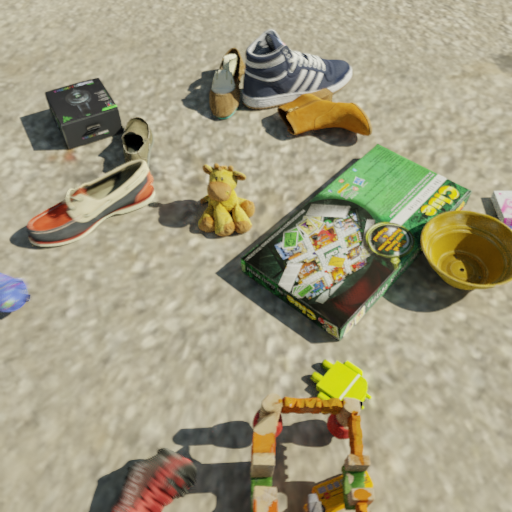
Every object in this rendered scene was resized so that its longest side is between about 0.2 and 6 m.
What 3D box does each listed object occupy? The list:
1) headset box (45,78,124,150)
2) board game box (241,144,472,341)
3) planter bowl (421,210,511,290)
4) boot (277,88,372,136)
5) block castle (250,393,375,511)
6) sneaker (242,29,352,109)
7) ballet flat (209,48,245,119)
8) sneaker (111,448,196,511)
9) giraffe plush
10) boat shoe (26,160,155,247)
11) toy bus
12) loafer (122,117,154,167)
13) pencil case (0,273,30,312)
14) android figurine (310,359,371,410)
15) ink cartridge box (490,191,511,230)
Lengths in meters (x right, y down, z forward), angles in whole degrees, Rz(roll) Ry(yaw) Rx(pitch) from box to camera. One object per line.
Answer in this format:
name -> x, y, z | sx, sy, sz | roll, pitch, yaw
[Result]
headset box -> -4.336, -3.591, 14.176 | 1.469, 0.783, 1.687 | -22, 53, -17
board game box -> 2.215, -0.546, 11.812 | 2.528, 0.566, 4.824 | 34, 58, 28
planter bowl -> 4.174, 0.071, 11.095 | 1.964, 0.818, 1.964 | 0, 49, 0
boot -> 1.667, -3.373, 14.103 | 1.602, 0.788, 2.238 | -30, 52, -16
block castle -> 0.780, 3.376, 8.113 | 1.733, 1.217, 2.594 | 2, 52, -4
sneaker -> 1.140, -5.091, 14.760 | 3.241, 1.758, 1.136 | -19, 49, -15
ballet flat -> -0.777, -4.772, 15.070 | 0.858, 0.915, 2.530 | 6, 51, 9
sneaker -> -1.728, 3.582, 8.297 | 1.772, 0.626, 0.866 | -44, 40, -15
giraffe plush -> -0.674, -1.323, 11.998 | 1.287, 1.210, 1.492 | -7, 50, -6
boat shoe -> -3.572, -1.165, 12.046 | 2.921, 0.914, 1.040 | -27, 57, -17
toy bus -> 1.221, 3.604, 8.439 | 1.089, 0.354, 0.426 | -16, 52, -13
loafer -> -2.872, -2.807, 13.588 | 0.728, 0.675, 1.937 | -7, 50, -6
pencil case -> -5.065, 0.549, 10.644 | 1.618, 0.631, 0.703 | 17, 63, 26
android figurine -> 1.483, 2.240, 9.675 | 1.042, 0.214, 0.948 | 31, 56, 24
ink cartridge box -> 5.930, -0.956, 12.325 | 1.184, 0.261, 1.206 | 0, 49, -1
